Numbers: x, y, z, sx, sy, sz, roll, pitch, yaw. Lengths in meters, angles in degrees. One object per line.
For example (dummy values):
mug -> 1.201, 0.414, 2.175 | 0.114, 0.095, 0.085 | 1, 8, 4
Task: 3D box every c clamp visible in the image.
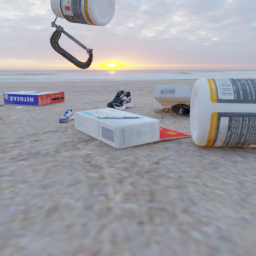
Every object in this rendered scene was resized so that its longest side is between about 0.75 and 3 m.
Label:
c clamp -> -2.195, -3.262, 10.937 | 1.869, 2.187, 0.296 | -31, 27, 46

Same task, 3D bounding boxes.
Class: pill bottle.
pill bottle -> -1.502, -3.991, 9.085 | 2.032, 1.182, 1.182 | 20, 21, 32
pill bottle -> 2.801, -0.332, 6.208 | 2.649, 1.541, 1.541 | 2, 12, 4

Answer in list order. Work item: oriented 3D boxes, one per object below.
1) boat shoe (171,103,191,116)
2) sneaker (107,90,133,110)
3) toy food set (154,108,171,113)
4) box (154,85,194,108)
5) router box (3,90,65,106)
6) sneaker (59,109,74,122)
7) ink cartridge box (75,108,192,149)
boat shoe -> 2.108, -0.670, 10.474 | 1.230, 0.447, 0.386 | 14, 13, 35
sneaker -> -0.390, -1.246, 12.327 | 0.763, 0.820, 1.899 | 3, 13, 20
toy food set -> 1.409, -0.700, 11.475 | 0.755, 0.119, 0.480 | -10, 13, -11
box -> 2.284, -1.169, 11.045 | 2.132, 0.537, 2.954 | 3, -1, 15
router box -> -4.820, -1.578, 14.534 | 2.279, 0.557, 2.045 | 5, 13, 23
sneaker -> -2.092, -0.422, 9.435 | 0.330, 0.386, 0.876 | 3, 13, 8
ink cartridge box -> 0.055, -0.129, 7.598 | 2.245, 0.570, 2.548 | -8, 15, -31
